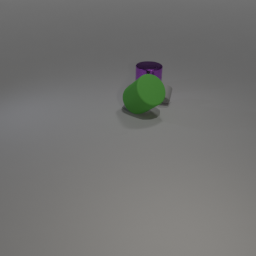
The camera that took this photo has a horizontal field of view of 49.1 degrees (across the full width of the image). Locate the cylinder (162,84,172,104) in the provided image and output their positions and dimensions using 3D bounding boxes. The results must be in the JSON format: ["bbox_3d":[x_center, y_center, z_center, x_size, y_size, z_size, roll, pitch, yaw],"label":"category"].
[{"bbox_3d":[1.725,-1.638,13.468,0.700,0.700,0.700,9,69,16],"label":"cylinder"}]

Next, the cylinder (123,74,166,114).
[{"bbox_3d":[0.679,-1.438,12.169,1.400,1.400,1.400,-19,-4,-30],"label":"cylinder"}]

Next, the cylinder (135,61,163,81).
[{"bbox_3d":[1.094,-2.665,14.894,1.400,1.400,1.400,1,31,0],"label":"cylinder"}]
